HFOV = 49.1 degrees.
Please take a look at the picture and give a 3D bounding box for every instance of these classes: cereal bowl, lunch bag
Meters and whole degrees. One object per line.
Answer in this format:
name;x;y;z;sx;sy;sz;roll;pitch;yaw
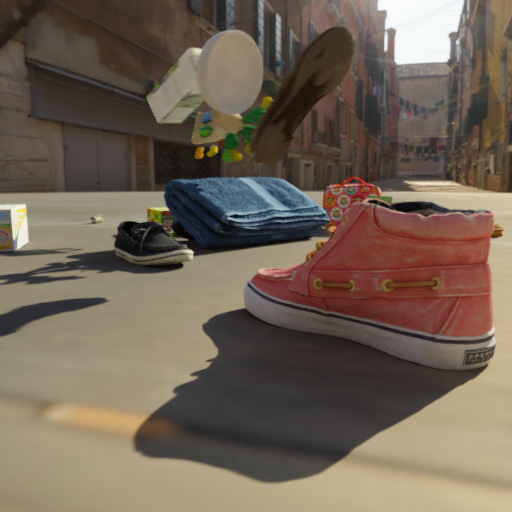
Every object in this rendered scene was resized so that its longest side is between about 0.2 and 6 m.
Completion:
cereal bowl;-0.501;-2.947;9.026;0.531;1.276;1.276;19;18;39
lunch bag;2.642;-1.441;15.464;1.627;1.433;0.666;3;9;18

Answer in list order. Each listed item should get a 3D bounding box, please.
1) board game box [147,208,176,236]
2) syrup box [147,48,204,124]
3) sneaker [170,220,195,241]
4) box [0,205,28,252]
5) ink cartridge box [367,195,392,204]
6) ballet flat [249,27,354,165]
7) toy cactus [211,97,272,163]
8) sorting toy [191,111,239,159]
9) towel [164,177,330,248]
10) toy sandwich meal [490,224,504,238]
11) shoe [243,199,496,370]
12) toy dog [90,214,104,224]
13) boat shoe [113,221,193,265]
board game box;-1.370;-0.943;14.772;2.737;0.652;1.390;-4;9;-24
syrup box;-1.481;-3.520;11.717;0.684;0.707;1.736;-15;-13;-47
sneaker;-1.221;-0.698;12.996;1.461;0.516;0.714;3;34;6
box;-5.366;-0.590;11.622;0.943;0.850;1.677;-3;9;-12
ink cartridge box;2.088;-0.381;9.074;0.349;1.177;0.611;-2;8;-27
ballet flat;0.666;-2.556;8.942;0.851;2.526;0.585;33;0;-32
toy cactus;-0.237;-2.731;11.717;1.576;0.976;1.910;19;-32;-42
sorting toy;-1.072;-3.134;14.108;1.144;1.535;0.206;-2;-31;18
towel;-0.135;-1.141;12.771;3.699;0.898;2.065;-9;41;-44
toy sandwich meal;5.716;-0.633;13.964;0.930;0.319;0.930;-1;5;0
shoe;0.934;0.090;5.414;1.019;1.297;2.852;-7;11;-39
toy dog;-5.003;-1.135;17.472;0.384;0.276;0.396;-11;6;12
boat shoe;-1.875;-0.243;9.854;0.841;0.702;2.255;-4;10;-36
